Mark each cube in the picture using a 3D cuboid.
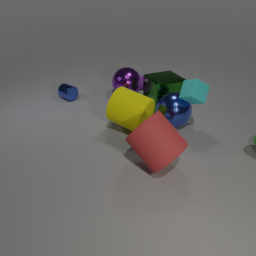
[{"bbox_3d":[1.581,-1.606,12.422,1.400,1.400,1.400,-12,32,-19],"label":"cube"},{"bbox_3d":[2.428,-1.326,10.268,0.700,0.700,0.700,21,-8,-28],"label":"cube"}]

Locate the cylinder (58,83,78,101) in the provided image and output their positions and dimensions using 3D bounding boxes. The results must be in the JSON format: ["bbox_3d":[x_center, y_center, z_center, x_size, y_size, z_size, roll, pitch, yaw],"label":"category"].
[{"bbox_3d":[-2.837,-1.707,13.284,0.700,0.700,0.700,24,39,34],"label":"cylinder"}]

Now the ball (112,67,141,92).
[{"bbox_3d":[-0.065,-2.198,13.416,1.400,1.400,1.400,0,32,0],"label":"ball"}]

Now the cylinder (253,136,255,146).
[{"bbox_3d":[4.600,0.567,9.247,0.700,0.700,0.700,-26,14,7],"label":"cylinder"}]

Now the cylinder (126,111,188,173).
[{"bbox_3d":[0.883,0.432,8.694,1.400,1.400,1.400,50,47,4],"label":"cylinder"}]

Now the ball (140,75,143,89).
[{"bbox_3d":[0.593,-2.328,14.298,0.700,0.700,0.700,0,32,0],"label":"ball"}]

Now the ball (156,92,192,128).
[{"bbox_3d":[1.814,-0.716,11.070,1.400,1.400,1.400,0,32,0],"label":"ball"}]

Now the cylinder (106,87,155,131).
[{"bbox_3d":[0.103,-0.690,10.710,1.400,1.400,1.400,25,39,19],"label":"cylinder"}]
